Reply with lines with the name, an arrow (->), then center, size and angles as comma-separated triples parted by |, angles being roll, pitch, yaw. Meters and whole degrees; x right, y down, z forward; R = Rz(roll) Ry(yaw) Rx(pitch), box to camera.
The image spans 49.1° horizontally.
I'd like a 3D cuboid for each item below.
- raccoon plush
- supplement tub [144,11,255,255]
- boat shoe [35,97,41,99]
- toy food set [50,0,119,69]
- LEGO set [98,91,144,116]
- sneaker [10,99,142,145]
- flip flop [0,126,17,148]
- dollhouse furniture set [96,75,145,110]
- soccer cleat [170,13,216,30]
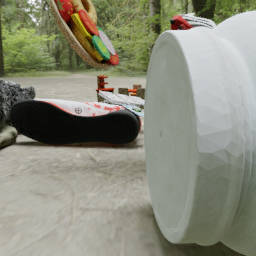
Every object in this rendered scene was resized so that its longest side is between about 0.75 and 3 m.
raccoon plush -> -2.589, -0.383, 5.609 | 1.989, 1.436, 2.968 | 8, 11, -34
supplement tub -> 1.587, 0.033, 2.426 | 2.677, 1.937, 1.937 | -2, 12, -7
boat shoe -> -3.451, -0.605, 7.785 | 0.863, 1.001, 2.744 | -1, 4, 20
toy food set -> -1.177, -2.846, 8.052 | 0.650, 2.646, 2.673 | -29, 16, 18
LEGO set -> 0.337, -0.262, 6.018 | 1.339, 0.440, 1.793 | 3, 24, -46
sneaker -> -1.008, -0.188, 6.062 | 2.637, 0.880, 1.413 | 5, 11, 5
flip flop -> -2.619, 0.127, 4.996 | 0.923, 0.655, 2.277 | 3, 10, -1
dollhouse furniture set -> -0.006, -1.445, 10.949 | 2.371, 1.235, 2.397 | 3, 13, 15
soccer cleat -> 2.387, -2.629, 8.255 | 1.180, 0.951, 2.771 | -28, 54, -22
